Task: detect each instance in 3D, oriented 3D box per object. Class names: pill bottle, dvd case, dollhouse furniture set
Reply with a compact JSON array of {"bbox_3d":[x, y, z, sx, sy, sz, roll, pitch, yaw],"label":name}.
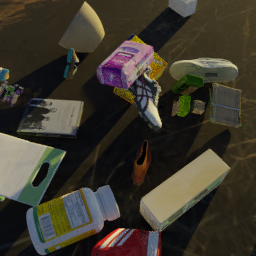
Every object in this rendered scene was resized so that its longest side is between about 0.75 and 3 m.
[{"bbox_3d":[-1.397,2.327,7.410,2.196,1.238,1.238,-19,57,-13],"label":"pill bottle"},{"bbox_3d":[-2.703,-0.381,9.947,2.037,0.252,1.531,4,54,3],"label":"dvd case"},{"bbox_3d":[2.810,-0.829,10.129,2.276,1.142,1.491,13,75,-12],"label":"dollhouse furniture set"}]

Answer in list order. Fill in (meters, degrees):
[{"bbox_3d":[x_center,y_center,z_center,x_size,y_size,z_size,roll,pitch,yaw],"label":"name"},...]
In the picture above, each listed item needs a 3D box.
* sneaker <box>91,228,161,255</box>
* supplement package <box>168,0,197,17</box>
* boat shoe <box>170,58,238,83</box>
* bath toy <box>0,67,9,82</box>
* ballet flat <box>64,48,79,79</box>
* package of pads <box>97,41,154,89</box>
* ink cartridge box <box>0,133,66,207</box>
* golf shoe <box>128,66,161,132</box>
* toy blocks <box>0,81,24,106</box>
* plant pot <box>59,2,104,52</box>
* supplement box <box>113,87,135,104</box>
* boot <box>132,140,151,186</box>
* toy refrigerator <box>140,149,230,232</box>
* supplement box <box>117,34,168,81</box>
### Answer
[{"bbox_3d":[-0.174,3.803,6.621,1.698,1.152,2.939,4,42,13],"label":"sneaker"},{"bbox_3d":[2.675,-6.142,13.761,0.725,0.722,1.235,-30,60,-19],"label":"supplement package"},{"bbox_3d":[2.937,-2.296,11.048,2.576,0.899,0.917,4,34,5],"label":"boat shoe"},{"bbox_3d":[-5.436,-2.338,11.149,1.515,0.659,0.560,25,97,21],"label":"bath toy"},{"bbox_3d":[-1.659,-1.897,8.347,0.334,0.923,0.313,5,12,-40],"label":"ballet flat"},{"bbox_3d":[-0.052,-1.901,8.262,1.015,0.637,1.685,18,50,27],"label":"package of pads"},{"bbox_3d":[-3.421,1.273,8.525,2.647,0.635,1.926,15,56,10],"label":"ink cartridge box"},{"bbox_3d":[0.611,-0.926,8.405,0.939,0.823,2.133,-26,72,8],"label":"golf shoe"},{"bbox_3d":[-4.443,-1.218,10.409,0.776,0.699,0.831,25,27,-17],"label":"toy blocks"},{"bbox_3d":[-1.793,-3.960,11.695,1.356,2.020,2.020,32,53,-22],"label":"plant pot"},{"bbox_3d":[0.283,-1.889,10.537,0.887,0.892,1.630,32,59,6],"label":"supplement box"},{"bbox_3d":[0.402,0.806,8.320,0.519,1.516,1.428,17,56,12],"label":"boot"},{"bbox_3d":[1.627,1.796,7.944,2.601,0.987,0.910,-30,60,-21],"label":"toy refrigerator"},{"bbox_3d":[0.420,-2.241,9.575,1.584,0.862,0.867,42,74,3],"label":"supplement box"}]
